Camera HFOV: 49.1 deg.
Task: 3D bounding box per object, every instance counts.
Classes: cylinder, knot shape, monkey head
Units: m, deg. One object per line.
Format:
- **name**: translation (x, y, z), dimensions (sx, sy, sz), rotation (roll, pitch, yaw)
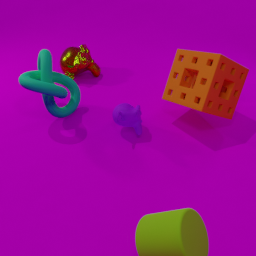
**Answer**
- **cylinder**: translation (0.648, 1.635, 4.127), dimensions (0.789, 0.789, 0.789), rotation (-23, 24, 37)
- **knot shape**: translation (-1.993, -1.083, 7.611), dimensions (0.871, 1.765, 1.886), rotation (-29, 36, 13)
- **monkey head**: translation (-1.694, -2.195, 9.756), dimensions (1.118, 1.335, 1.856), rotation (-19, 45, 31)
- **monkey head**: translation (-0.009, -0.211, 7.234), dimensions (0.743, 0.887, 1.233), rotation (-9, 1, -2)

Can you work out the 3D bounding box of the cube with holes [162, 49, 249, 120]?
- **cube with holes**: translation (2.010, -1.141, 7.346), dimensions (1.365, 1.365, 1.365), rotation (9, 12, -40)
